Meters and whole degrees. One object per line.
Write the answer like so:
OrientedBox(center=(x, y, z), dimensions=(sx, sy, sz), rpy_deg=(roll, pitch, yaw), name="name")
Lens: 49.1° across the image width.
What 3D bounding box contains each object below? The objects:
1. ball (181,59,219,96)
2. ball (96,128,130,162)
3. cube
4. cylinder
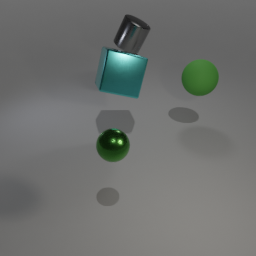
OrientedBox(center=(2.783, -1.942, 10.848), dimensions=(1.400, 1.400, 1.400), rpy_deg=(0, 31, 0), name="ball")
OrientedBox(center=(-0.309, 0.356, 5.775), dimensions=(0.700, 0.700, 0.700), rpy_deg=(0, 31, 0), name="ball")
OrientedBox(center=(-0.284, -1.968, 9.830), dimensions=(1.400, 1.400, 1.400), rpy_deg=(9, 17, -16), name="cube")
OrientedBox(center=(0.187, -4.597, 13.792), dimensions=(1.400, 1.400, 1.400), rpy_deg=(22, 32, -15), name="cylinder")
